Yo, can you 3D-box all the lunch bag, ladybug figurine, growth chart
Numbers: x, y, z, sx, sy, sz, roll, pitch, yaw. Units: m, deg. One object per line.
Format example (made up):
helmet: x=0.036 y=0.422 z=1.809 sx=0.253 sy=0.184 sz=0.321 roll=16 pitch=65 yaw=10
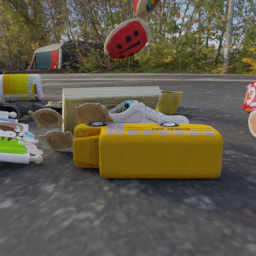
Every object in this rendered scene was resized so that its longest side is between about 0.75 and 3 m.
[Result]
lunch bag: x=5.181 y=-0.751 z=8.612 sx=2.324 sy=1.081 sz=2.638 roll=17 pitch=-4 yaw=-15
ladybug figurine: x=0.627 y=-4.185 z=9.185 sx=0.493 sy=1.371 sz=0.931 roll=33 pitch=-15 yaw=22
ladybug figurine: x=0.045 y=-3.779 z=12.201 sx=2.374 sy=1.612 sz=0.854 roll=-36 pitch=55 yaw=-12
growth chart: x=-3.155 y=0.101 z=6.575 sx=1.976 sy=0.242 sz=2.730 roll=4 pitch=23 yaw=-35

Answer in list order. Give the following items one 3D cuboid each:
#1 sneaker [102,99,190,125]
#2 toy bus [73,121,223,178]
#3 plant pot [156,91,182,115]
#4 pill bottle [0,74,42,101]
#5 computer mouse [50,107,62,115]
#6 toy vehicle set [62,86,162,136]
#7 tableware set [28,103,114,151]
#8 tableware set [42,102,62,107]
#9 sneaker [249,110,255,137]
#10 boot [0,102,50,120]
sneaker: x=0.404 y=-0.145 z=7.348 sx=2.885 sy=1.165 sz=1.104 roll=-6 pitch=14 yaw=-24
toy bus: x=0.306 y=0.430 z=5.548 sx=2.786 sy=0.907 sz=1.091 roll=0 pitch=15 yaw=0
plant pot: x=1.571 y=-1.034 z=11.512 sx=1.262 sy=0.896 sz=1.262 roll=1 pitch=10 yaw=0
pill bottle: x=-6.088 y=-2.219 z=15.319 sx=2.592 sy=1.416 sz=1.416 roll=-3 pitch=14 yaw=-13
computer mouse: x=-1.830 y=-0.598 z=10.374 sx=1.513 sy=0.605 sz=2.759 roll=-9 pitch=16 yaw=-33
toy vehicle set: x=-0.505 y=-0.453 z=7.934 sx=2.641 sy=1.641 sz=0.350 roll=-4 pitch=54 yaw=-18
tableware set: x=-1.197 y=0.043 z=6.224 sx=1.869 sy=1.561 sz=0.217 roll=-3 pitch=51 yaw=7
tableware set: x=-2.218 y=-0.907 z=10.843 sx=1.995 sy=0.231 sz=1.666 roll=2 pitch=7 yaw=24
sneaker: x=4.346 y=-0.006 z=6.959 sx=1.196 sy=1.068 sz=2.992 roll=-6 pitch=13 yaw=-7
boot: x=-4.319 y=-0.696 z=10.863 sx=2.166 sy=0.750 sz=1.885 roll=12 pitch=13 yaw=20
